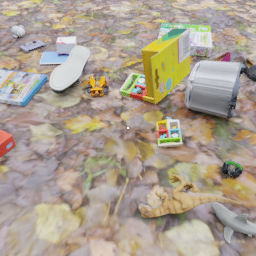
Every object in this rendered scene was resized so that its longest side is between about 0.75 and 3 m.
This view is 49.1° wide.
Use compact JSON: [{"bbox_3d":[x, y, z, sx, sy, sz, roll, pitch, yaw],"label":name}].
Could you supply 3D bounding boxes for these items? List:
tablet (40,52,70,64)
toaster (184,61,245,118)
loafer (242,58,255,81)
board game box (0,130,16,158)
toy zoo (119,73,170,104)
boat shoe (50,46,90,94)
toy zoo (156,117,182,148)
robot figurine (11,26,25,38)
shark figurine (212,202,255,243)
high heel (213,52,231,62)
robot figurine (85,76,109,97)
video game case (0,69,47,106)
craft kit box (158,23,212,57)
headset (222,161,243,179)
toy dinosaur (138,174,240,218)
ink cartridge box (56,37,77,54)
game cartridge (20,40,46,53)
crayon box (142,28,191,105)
[{"bbox_3d":[-3.346,-3.504,14.004,1.941,0.133,1.263,-2,41,-2],"label":"tablet"},{"bbox_3d":[3.262,-1.489,10.608,1.817,1.598,2.813,13,41,20],"label":"toaster"},{"bbox_3d":[5.653,-2.637,12.699,0.543,0.539,1.492,-13,44,-16],"label":"loafer"},{"bbox_3d":[-5.065,0.784,8.832,1.761,0.464,2.302,20,45,21],"label":"board game box"},{"bbox_3d":[0.797,-1.648,11.625,1.983,0.203,1.301,17,53,18],"label":"toy zoo"},{"bbox_3d":[-2.504,-2.410,12.103,1.121,0.926,2.994,18,50,-4],"label":"boat shoe"},{"bbox_3d":[1.397,0.115,9.621,0.804,0.125,1.226,-6,51,6],"label":"toy zoo"},{"bbox_3d":[-6.264,-5.507,15.995,0.937,0.529,0.794,28,88,28],"label":"robot figurine"},{"bbox_3d":[3.003,2.295,6.903,1.737,0.725,1.038,8,40,11],"label":"shark figurine"},{"bbox_3d":[3.799,-2.983,12.822,1.867,0.897,0.629,-15,43,-16],"label":"high heel"},{"bbox_3d":[-1.278,-1.745,11.793,0.975,0.392,1.345,-2,40,-2],"label":"robot figurine"},{"bbox_3d":[-5.283,-1.815,11.973,2.981,0.265,2.133,8,41,10],"label":"video game case"},{"bbox_3d":[3.053,-4.825,15.173,2.795,0.686,2.830,8,42,6],"label":"craft kit box"},{"bbox_3d":[3.099,1.223,8.354,0.573,0.436,0.927,24,35,26],"label":"headset"},{"bbox_3d":[1.560,1.859,7.272,2.554,0.771,1.356,-19,33,21],"label":"toy dinosaur"},{"bbox_3d":[-3.142,-4.250,14.372,0.961,0.552,1.324,-4,31,-6],"label":"ink cartridge box"},{"bbox_3d":[-5.095,-4.375,14.967,1.161,0.223,0.753,-33,55,-32],"label":"game cartridge"},{"bbox_3d":[1.242,-2.109,9.284,0.655,1.636,2.578,16,41,32],"label":"crayon box"}]
